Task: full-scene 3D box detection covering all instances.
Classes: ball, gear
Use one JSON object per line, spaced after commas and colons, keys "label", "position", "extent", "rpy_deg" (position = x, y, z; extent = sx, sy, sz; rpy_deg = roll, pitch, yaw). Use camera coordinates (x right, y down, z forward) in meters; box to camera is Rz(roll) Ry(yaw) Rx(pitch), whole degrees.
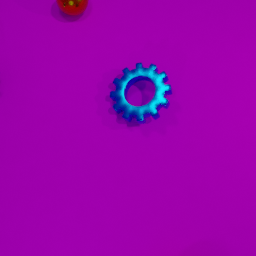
{"label": "ball", "position": [-1.645, -3.825, 8.273], "extent": [0.963, 0.963, 0.963], "rpy_deg": [0, 74, 0]}
{"label": "gear", "position": [0.340, -0.945, 7.552], "extent": [1.648, 0.305, 1.648], "rpy_deg": [-5, 74, 16]}
